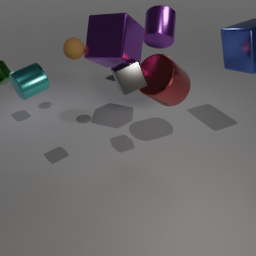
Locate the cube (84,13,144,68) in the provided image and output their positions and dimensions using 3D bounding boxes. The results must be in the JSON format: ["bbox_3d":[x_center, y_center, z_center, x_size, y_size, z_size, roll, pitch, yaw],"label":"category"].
[{"bbox_3d":[-0.423,-2.830,9.279,1.400,1.400,1.400,8,2,26],"label":"cube"}]

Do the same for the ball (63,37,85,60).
[{"bbox_3d":[-1.747,-2.568,9.067,0.700,0.700,0.700,0,32,0],"label":"ball"}]

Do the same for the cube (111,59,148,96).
[{"bbox_3d":[0.018,-1.402,7.647,0.700,0.700,0.700,-26,23,-3],"label":"cube"}]

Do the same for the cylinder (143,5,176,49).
[{"bbox_3d":[1.452,-4.586,12.810,1.400,1.400,1.400,6,-10,1],"label":"cylinder"}]

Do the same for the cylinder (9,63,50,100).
[{"bbox_3d":[-2.392,-1.131,6.807,0.700,0.700,0.700,-33,43,-26],"label":"cylinder"}]

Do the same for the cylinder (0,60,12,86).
[{"bbox_3d":[-4.763,-2.048,10.475,0.700,0.700,0.700,-33,9,6],"label":"cylinder"}]

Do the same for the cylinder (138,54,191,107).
[{"bbox_3d":[1.187,-1.552,9.334,1.400,1.400,1.400,25,4,35],"label":"cylinder"}]

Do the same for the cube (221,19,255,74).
[{"bbox_3d":[4.112,-2.727,9.208,1.400,1.400,1.400,-21,25,-14],"label":"cube"}]
